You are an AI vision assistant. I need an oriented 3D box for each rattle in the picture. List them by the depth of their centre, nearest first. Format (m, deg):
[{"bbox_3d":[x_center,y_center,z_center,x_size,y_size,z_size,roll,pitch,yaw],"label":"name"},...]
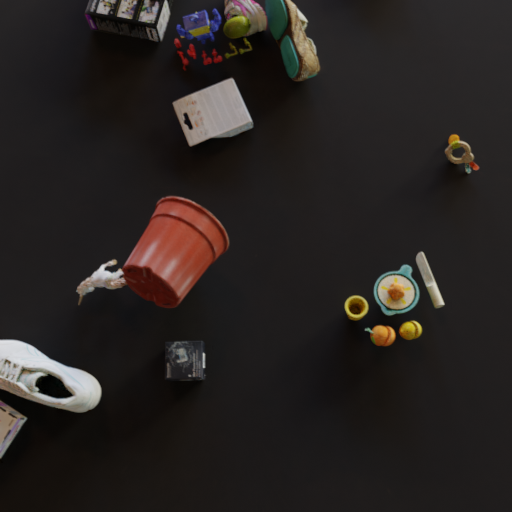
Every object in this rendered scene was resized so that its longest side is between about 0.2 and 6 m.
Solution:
[{"bbox_3d":[4.218,-2.074,11.455,0.735,0.525,0.478,33,109,-7],"label":"rattle"}]

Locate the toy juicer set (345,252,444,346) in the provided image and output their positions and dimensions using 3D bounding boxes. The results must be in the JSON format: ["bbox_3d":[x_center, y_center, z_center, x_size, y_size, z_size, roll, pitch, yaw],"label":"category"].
[{"bbox_3d":[2.730,0.855,10.331,1.988,0.541,1.265,-34,68,-9],"label":"toy juicer set"}]

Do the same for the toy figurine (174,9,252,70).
[{"bbox_3d":[-1.008,-4.592,11.482,1.687,1.010,0.890,-10,79,13],"label":"toy figurine"}]

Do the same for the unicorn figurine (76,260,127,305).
[{"bbox_3d":[-2.806,0.444,10.446,0.875,1.274,0.470,-37,107,-40],"label":"unicorn figurine"}]

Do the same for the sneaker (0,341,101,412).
[{"bbox_3d":[-4.017,2.063,9.890,2.501,1.002,0.880,16,77,6],"label":"sneaker"}]

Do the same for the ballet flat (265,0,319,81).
[{"bbox_3d":[0.801,-4.694,11.948,0.725,0.783,2.219,-8,76,-29],"label":"ballet flat"}]

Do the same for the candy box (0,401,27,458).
[{"bbox_3d":[-4.869,3.010,9.918,1.156,0.414,0.970,29,77,7],"label":"candy box"}]

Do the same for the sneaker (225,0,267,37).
[{"bbox_3d":[-0.422,-5.385,12.084,0.673,0.621,1.526,-33,77,-11],"label":"sneaker"}]

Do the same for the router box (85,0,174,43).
[{"bbox_3d":[-2.605,-5.868,12.241,1.623,0.556,2.176,13,75,3],"label":"router box"}]

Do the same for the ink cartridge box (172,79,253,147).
[{"bbox_3d":[-0.899,-2.920,11.611,1.373,0.325,1.099,-23,76,0],"label":"ink cartridge box"}]

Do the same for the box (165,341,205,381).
[{"bbox_3d":[-1.295,1.922,10.222,0.691,0.406,0.680,-2,75,1],"label":"box"}]

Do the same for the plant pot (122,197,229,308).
[{"bbox_3d":[-1.497,0.009,9.858,1.522,1.522,1.481,27,58,7],"label":"plant pot"}]
